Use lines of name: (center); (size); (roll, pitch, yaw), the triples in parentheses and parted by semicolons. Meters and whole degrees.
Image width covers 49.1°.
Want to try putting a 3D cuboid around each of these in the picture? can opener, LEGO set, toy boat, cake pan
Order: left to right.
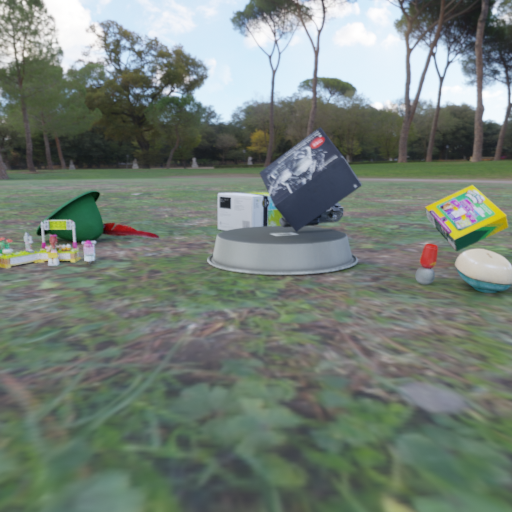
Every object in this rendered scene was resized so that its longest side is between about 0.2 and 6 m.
LEGO set: (-3.978, -0.222, 10.118); (2.066, 0.769, 0.950); (-4, 11, -22)
cake pan: (0.486, -0.162, 10.479); (2.803, 0.514, 2.803); (0, 10, 0)
can opener: (1.058, -0.821, 10.774); (1.353, 0.361, 0.452); (-5, 45, -22)
toy boat: (3.122, 0.226, 8.420); (1.348, 0.627, 1.133); (10, 16, 13)

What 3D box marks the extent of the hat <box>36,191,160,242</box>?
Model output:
hat: (-3.725, -0.388, 12.776); (1.951, 1.717, 1.616); (-36, 2, 26)

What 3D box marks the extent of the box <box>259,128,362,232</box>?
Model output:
box: (0.882, -1.302, 9.413); (1.342, 0.699, 1.222); (-36, 35, 11)

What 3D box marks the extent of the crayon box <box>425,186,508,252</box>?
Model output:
crayon box: (3.635, -0.672, 9.744); (0.945, 0.319, 1.096); (-24, 37, 3)

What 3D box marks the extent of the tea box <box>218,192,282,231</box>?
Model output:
tea box: (-0.004, -1.140, 14.607); (1.464, 0.994, 1.488); (-8, 13, -38)
